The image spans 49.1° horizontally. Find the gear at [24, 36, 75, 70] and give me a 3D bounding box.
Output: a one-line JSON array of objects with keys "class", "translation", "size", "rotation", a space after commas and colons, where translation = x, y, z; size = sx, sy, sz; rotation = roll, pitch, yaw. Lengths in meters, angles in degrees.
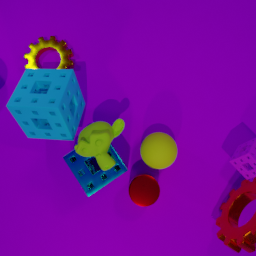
[{"class": "gear", "translation": [-2.499, -2.141, 8.910], "size": [1.533, 0.284, 1.533], "rotation": [0, 84, 0]}]

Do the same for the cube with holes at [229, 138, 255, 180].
[{"class": "cube with holes", "translation": [3.440, 0.848, 7.762], "size": [0.723, 0.723, 0.723], "rotation": [45, 56, 0]}]

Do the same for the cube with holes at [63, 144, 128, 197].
[{"class": "cube with holes", "translation": [-0.875, 1.019, 8.083], "size": [1.267, 1.267, 1.267], "rotation": [-34, 85, -3]}]

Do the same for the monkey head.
[{"class": "monkey head", "translation": [-0.702, 0.430, 6.981], "size": [1.558, 0.939, 1.121], "rotation": [-31, 102, 17]}]

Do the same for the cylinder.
[{"class": "cylinder", "translation": [0.456, 1.786, 8.194], "size": [0.887, 0.887, 0.887], "rotation": [0, 84, 0]}]

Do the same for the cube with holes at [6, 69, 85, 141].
[{"class": "cube with holes", "translation": [-2.174, -0.647, 7.798], "size": [1.392, 1.392, 1.392], "rotation": [3, 53, 11]}]

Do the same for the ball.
[{"class": "ball", "translation": [0.903, 0.662, 8.221], "size": [1.076, 1.076, 1.076], "rotation": [0, 84, 0]}]

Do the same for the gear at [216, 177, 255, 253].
[{"class": "gear", "translation": [3.213, 2.272, 7.516], "size": [0.385, 2.079, 2.079], "rotation": [35, 85, -5]}]
